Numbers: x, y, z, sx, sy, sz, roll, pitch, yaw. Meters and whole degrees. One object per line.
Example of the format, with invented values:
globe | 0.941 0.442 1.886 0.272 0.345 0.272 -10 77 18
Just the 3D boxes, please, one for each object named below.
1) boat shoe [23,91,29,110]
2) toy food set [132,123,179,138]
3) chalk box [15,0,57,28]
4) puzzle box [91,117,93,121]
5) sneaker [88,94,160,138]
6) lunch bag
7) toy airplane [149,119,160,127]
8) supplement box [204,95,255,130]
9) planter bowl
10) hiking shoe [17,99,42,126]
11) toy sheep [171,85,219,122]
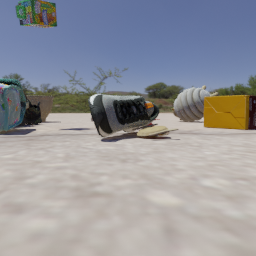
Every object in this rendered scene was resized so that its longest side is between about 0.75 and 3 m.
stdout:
boat shoe | -4.658 -0.825 10.076 0.984 0.986 2.666 4 23 14
toy food set | 0.608 0.128 6.546 0.811 0.236 1.175 -12 10 -16
chalk box | -3.143 -3.848 9.421 0.788 0.792 1.272 9 17 35
puzzle box | -1.053 -0.501 15.752 1.830 0.233 1.217 1 3 9
sneaker | -0.046 -0.427 6.902 1.100 1.025 2.774 -18 -4 24
lunch bag | -4.304 -0.741 8.339 2.132 1.526 2.503 1 11 -8
toy airplane | 0.156 -0.144 9.200 2.113 0.389 2.113 -2 5 0
supplement box | 3.903 -0.564 10.017 1.678 1.114 1.655 -3 5 -38
planter bowl | -4.929 -0.990 14.667 2.020 1.360 2.020 0 4 0
hiking shoe | -4.498 -0.669 11.651 0.831 1.104 2.194 2 4 23
toy sheep | 3.510 -1.285 14.770 1.957 1.957 2.838 -4 -19 -43
